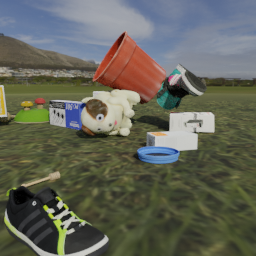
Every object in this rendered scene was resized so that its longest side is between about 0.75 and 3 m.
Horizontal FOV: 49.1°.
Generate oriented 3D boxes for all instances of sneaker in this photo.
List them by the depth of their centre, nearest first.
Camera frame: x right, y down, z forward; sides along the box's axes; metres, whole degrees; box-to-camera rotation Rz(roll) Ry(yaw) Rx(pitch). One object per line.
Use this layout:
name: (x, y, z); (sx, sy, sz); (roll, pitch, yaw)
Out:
sneaker: (-0.958, 1.062, 3.307); (1.612, 0.668, 0.578); (6, 11, 30)
sneaker: (1.964, -1.433, 11.160); (1.233, 1.780, 2.949); (33, 20, -12)

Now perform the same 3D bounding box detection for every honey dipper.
honey dipper: (-1.662, 0.999, 5.342); (0.148, 0.148, 0.779); (8, 14, 42)

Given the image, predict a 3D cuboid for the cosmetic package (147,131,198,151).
cosmetic package: (1.262, 0.377, 8.083); (1.319, 0.470, 0.669); (-2, 10, -18)

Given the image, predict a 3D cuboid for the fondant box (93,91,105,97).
fondant box: (-1.018, -1.393, 16.004); (1.900, 1.371, 0.553); (3, 9, 16)

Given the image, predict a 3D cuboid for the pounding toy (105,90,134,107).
pounding toy: (-0.707, -0.828, 12.950); (2.451, 1.137, 1.892); (-33, 40, 9)

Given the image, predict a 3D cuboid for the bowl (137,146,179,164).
bowl: (0.759, 0.676, 7.085); (1.051, 0.206, 1.051); (0, 9, 0)

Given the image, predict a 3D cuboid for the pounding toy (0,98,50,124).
pounding toy: (-4.907, -0.898, 13.792); (2.414, 1.120, 1.863); (1, 9, 3)

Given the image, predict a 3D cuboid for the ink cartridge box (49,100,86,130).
ink cartridge box: (-2.555, -0.599, 12.022); (2.346, 1.103, 0.519); (10, 13, 44)

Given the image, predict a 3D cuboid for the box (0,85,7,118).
box: (-6.579, -1.013, 12.307); (2.560, 1.440, 1.297); (-4, 3, 41)

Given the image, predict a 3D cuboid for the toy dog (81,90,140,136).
toy dog: (-0.789, -0.599, 9.919); (2.242, 1.613, 2.312); (29, 24, 5)

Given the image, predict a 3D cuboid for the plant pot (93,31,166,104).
plant pot: (0.156, -2.220, 11.169); (2.231, 2.294, 2.294); (32, 0, -18)

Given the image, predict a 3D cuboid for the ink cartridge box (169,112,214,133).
ink cartridge box: (2.512, -0.252, 11.144); (1.678, 0.695, 1.232); (1, 9, 10)
